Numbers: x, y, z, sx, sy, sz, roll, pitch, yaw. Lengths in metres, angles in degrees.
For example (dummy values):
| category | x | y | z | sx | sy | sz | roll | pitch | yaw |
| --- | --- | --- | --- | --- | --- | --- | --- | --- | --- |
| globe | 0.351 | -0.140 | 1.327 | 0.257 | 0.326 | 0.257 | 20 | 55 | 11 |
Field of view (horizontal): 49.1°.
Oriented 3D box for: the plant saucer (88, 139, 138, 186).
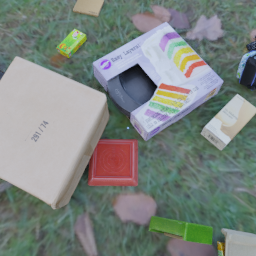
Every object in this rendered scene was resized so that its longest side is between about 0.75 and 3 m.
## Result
| category | x | y | z | sx | sy | sz | roll | pitch | yaw |
| --- | --- | --- | --- | --- | --- | --- | --- | --- | --- |
| plant saucer | -0.400 | 0.896 | 7.699 | 1.357 | 0.249 | 1.354 | 0 | 66 | 1 |

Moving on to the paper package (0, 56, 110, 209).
| category | x | y | z | sx | sy | sz | roll | pitch | yaw |
| --- | --- | --- | --- | --- | --- | --- | --- | --- | --- |
| paper package | -2.198 | 0.116 | 7.095 | 2.732 | 1.483 | 2.866 | 24 | 77 | 6 |

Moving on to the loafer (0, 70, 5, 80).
| category | x | y | z | sx | sy | sz | roll | pitch | yaw |
| --- | --- | --- | --- | --- | --- | --- | --- | --- | --- |
| loafer | -4.050 | -1.301 | 8.079 | 2.995 | 1.083 | 1.090 | 19 | 67 | -4 |

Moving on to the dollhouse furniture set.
| category | x | y | z | sx | sy | sz | roll | pitch | yaw |
| --- | --- | --- | --- | --- | --- | --- | --- | --- | --- |
| dollhouse furniture set | 1.848 | 3.174 | 6.508 | 2.632 | 1.321 | 1.724 | 18 | 71 | -24 |

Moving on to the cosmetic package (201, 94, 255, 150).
| category | x | y | z | sx | sy | sz | roll | pitch | yaw |
| --- | --- | --- | --- | --- | --- | --- | --- | --- | --- |
| cosmetic package | 2.893 | -0.175 | 8.007 | 0.793 | 0.536 | 1.507 | 41 | 72 | 16 |

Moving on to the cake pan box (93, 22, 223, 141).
| category | x | y | z | sx | sy | sz | roll | pitch | yaw |
| --- | --- | --- | --- | --- | --- | --- | --- | --- | --- |
| cake pan box | 0.804 | -1.458 | 8.390 | 2.988 | 0.782 | 2.752 | -32 | 71 | -14 |

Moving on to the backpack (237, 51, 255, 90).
| category | x | y | z | sx | sy | sz | roll | pitch | yaw |
| --- | --- | --- | --- | --- | --- | --- | --- | --- | --- |
| backpack | 3.952 | -1.846 | 8.475 | 1.158 | 1.059 | 0.851 | -23 | 47 | -21 |

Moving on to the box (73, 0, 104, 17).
| category | x | y | z | sx | sy | sz | roll | pitch | yaw |
| --- | --- | --- | --- | --- | --- | --- | --- | --- | --- |
| box | -1.414 | -4.410 | 10.112 | 0.942 | 0.100 | 0.770 | 14 | 67 | 7 |

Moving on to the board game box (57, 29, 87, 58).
| category | x | y | z | sx | sy | sz | roll | pitch | yaw |
| --- | --- | --- | --- | --- | --- | --- | --- | --- | --- |
| board game box | -1.869 | -2.820 | 9.340 | 0.490 | 0.230 | 0.965 | 31 | 70 | 13 |

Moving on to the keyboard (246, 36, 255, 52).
| category | x | y | z | sx | sy | sz | roll | pitch | yaw |
| --- | --- | --- | --- | --- | --- | --- | --- | --- | --- |
| keyboard | 4.542 | -2.945 | 9.394 | 1.252 | 0.248 | 0.652 | -27 | 69 | -12 |
